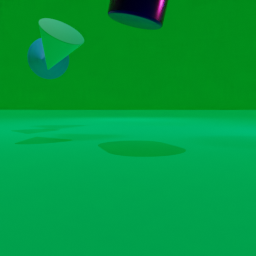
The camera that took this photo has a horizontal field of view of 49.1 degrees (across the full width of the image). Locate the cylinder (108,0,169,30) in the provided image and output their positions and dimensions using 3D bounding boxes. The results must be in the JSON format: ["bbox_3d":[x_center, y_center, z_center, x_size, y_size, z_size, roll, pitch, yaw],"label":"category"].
[{"bbox_3d":[0.276,-2.880,5.970,1.219,1.219,1.219,13,9,-2],"label":"cylinder"}]

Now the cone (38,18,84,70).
[{"bbox_3d":[-1.739,-1.824,6.650,1.068,1.072,1.068,23,34,-16],"label":"cone"}]

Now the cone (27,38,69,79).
[{"bbox_3d":[-2.489,-2.076,8.420,1.313,1.313,1.318,-1,15,-7],"label":"cone"}]
